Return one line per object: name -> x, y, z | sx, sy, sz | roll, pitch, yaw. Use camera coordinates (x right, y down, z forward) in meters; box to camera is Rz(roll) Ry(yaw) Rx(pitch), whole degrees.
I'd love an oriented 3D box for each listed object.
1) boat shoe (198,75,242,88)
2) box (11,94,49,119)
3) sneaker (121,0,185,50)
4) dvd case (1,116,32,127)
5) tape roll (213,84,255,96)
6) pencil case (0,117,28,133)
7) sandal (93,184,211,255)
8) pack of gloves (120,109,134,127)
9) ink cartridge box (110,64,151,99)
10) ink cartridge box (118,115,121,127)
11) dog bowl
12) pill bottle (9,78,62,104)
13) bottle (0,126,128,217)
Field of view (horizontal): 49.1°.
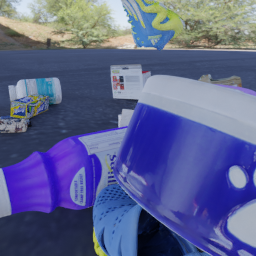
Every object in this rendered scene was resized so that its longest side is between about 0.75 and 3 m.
boat shoe -> 3.425, -1.840, 12.172 | 2.840, 0.971, 1.061 | 5, 20, 14
box -> -3.280, -0.755, 9.471 | 0.580, 0.532, 1.654 | 9, 15, 6
sneaker -> 0.353, -3.233, 8.310 | 2.801, 1.471, 1.061 | 24, 22, -27
dvd case -> -3.517, -0.201, 8.770 | 0.858, 0.106, 1.203 | -7, 20, -23
tape roll -> 2.765, -0.785, 9.256 | 2.751, 0.903, 2.751 | 0, 20, 0
pencil case -> -3.373, -0.083, 7.950 | 0.983, 0.383, 0.440 | -2, 53, -6
sandal -> 0.261, 1.240, 2.992 | 1.081, 1.184, 2.720 | -10, 19, -19
pack of gloves -> 0.552, 0.314, 5.855 | 1.526, 1.282, 0.301 | 6, -11, 12
ink cartridge box -> 0.124, -1.958, 11.636 | 1.604, 1.409, 0.673 | 7, 22, 34
ink cartridge box -> 0.567, 0.158, 6.802 | 1.208, 0.698, 1.661 | -6, 20, -17
dog bowl -> 1.374, 0.519, 3.223 | 2.973, 1.171, 2.973 | 22, 3, -1
pill bottle -> -3.546, -1.366, 10.739 | 1.840, 1.019, 1.019 | -8, 20, -20
bottle -> -0.696, 0.688, 4.532 | 2.806, 1.172, 0.916 | -10, 26, -31
